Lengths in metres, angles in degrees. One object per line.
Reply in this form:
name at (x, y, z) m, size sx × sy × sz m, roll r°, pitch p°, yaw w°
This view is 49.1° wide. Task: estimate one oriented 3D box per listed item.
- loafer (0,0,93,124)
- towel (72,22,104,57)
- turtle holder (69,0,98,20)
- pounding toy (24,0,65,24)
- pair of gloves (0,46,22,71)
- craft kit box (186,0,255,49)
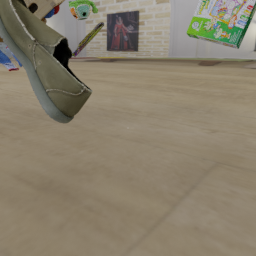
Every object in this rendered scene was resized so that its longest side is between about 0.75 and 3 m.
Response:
loafer at (-1.283, -1.227, 4.424) m, size 0.812 × 2.331 × 0.876 m, roll -31°, pitch -2°, yaw 10°
towel at (-1.329, -2.849, 9.091) m, size 1.157 × 0.183 × 1.611 m, roll -50°, pitch 17°, yaw -8°
turtle holder at (-1.705, -4.451, 10.499) m, size 0.763 × 0.713 × 1.004 m, roll -3°, pitch 14°, yaw 35°
pounding toy at (-2.803, -3.494, 8.523) m, size 1.850 × 1.315 × 1.703 m, roll -34°, pitch 24°, yaw 20°
pair of gloves at (-3.373, -1.999, 8.053) m, size 1.122 × 0.159 × 1.395 m, roll 40°, pitch 32°, yaw 11°
craft kit box at (2.789, -3.344, 8.224) m, size 1.642 × 1.663 × 0.403 m, roll 27°, pitch 10°, yaw 34°
